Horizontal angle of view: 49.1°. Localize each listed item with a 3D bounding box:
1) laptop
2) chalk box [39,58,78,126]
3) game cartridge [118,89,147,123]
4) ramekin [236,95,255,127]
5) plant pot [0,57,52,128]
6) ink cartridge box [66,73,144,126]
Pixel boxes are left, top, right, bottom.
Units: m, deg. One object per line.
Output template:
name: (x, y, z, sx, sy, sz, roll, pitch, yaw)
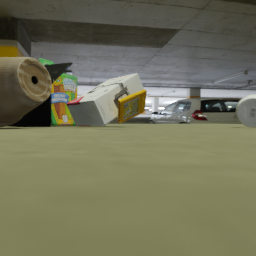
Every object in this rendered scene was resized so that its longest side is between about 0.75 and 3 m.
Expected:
laptop: (-3.158, -1.225, 10.008, 2.065, 1.203, 2.330, 1, 40, 25)
chalk box: (-3.180, -1.431, 11.411, 1.680, 2.711, 1.692, 1, 2, 28)
game cartridge: (0.146, -0.739, 9.631, 1.122, 0.989, 0.182, -25, 51, -25)
ramekin: (3.883, -0.508, 8.707, 1.035, 1.035, 0.504, 0, 9, 25)
plant pot: (-2.943, -1.056, 7.135, 1.646, 1.897, 1.897, -10, -4, 28)
ink cartridge box: (-0.792, -1.090, 10.787, 1.810, 1.039, 2.493, -1, 29, 46)
